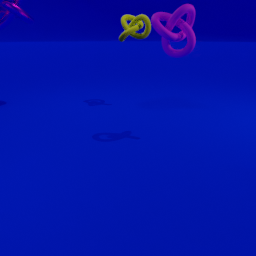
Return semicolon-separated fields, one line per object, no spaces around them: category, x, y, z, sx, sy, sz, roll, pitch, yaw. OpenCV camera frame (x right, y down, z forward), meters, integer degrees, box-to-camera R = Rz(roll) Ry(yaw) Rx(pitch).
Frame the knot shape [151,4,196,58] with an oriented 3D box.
knot shape;1.075;-2.391;6.712;1.160;1.239;0.573;13;4;-21

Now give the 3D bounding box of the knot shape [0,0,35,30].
knot shape;-4.430;-4.077;9.655;1.945;0.960;2.078;-12;-10;0

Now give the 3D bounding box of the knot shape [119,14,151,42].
knot shape;0.186;-3.807;10.451;1.320;0.610;1.235;-20;54;14
